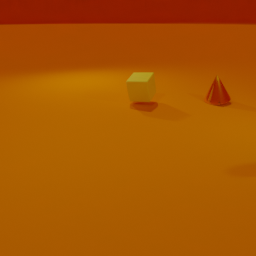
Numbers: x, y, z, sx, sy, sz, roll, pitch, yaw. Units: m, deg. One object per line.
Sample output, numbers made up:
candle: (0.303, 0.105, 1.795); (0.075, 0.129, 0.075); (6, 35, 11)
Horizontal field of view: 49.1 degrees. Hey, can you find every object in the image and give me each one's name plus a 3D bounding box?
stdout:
cube: (0.493, -1.484, 10.165); (0.811, 0.811, 0.811); (5, 36, 23)
cone: (3.259, -1.491, 10.238); (0.968, 0.971, 0.968); (-8, 29, 5)
